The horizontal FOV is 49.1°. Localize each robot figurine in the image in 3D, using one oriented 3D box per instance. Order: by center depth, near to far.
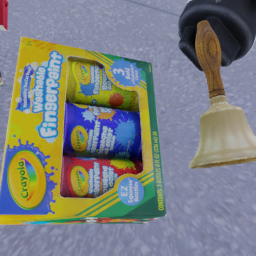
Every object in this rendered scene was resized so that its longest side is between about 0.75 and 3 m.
[{"bbox_3d":[2.303,-2.802,6.628,2.209,1.834,2.940,22,71,23],"label":"robot figurine"}]

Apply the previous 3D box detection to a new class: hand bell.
[{"bbox_3d":[1.615,-0.705,5.196,1.432,1.432,2.750,-6,76,-5],"label":"hand bell"}]

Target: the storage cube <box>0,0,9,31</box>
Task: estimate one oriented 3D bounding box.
[{"bbox_3d":[-3.926,-3.325,7.985,0.965,0.868,0.825,2,7,-15],"label":"storage cube"}]

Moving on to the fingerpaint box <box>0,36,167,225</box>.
[{"bbox_3d":[-0.646,0.073,4.162,2.100,0.923,2.517,7,64,-19],"label":"fingerpaint box"}]

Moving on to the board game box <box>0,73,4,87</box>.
[{"bbox_3d":[-4.024,-1.304,6.295,2.287,1.198,0.268,-11,10,9],"label":"board game box"}]
